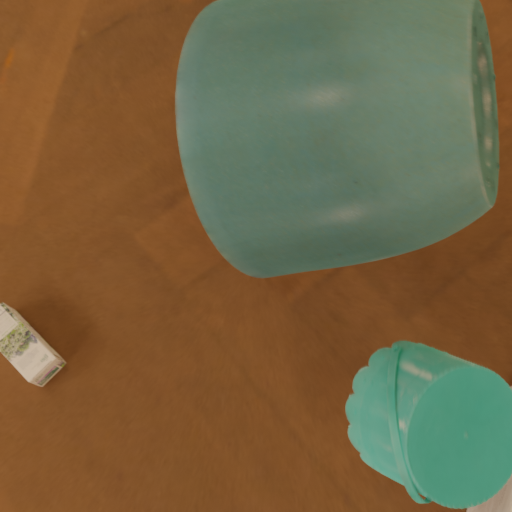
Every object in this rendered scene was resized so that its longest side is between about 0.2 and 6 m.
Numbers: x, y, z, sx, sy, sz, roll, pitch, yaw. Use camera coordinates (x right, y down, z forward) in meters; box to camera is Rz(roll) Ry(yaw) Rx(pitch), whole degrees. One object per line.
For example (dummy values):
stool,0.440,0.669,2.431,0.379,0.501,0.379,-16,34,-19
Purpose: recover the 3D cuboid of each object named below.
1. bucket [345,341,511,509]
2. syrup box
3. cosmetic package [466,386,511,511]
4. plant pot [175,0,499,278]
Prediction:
bucket,2.017,1.901,6.380,1.768,1.151,1.768,0,89,-18
syrup box,-3.603,1.371,8.632,1.308,0.533,0.515,41,75,13
cosmetic package,3.488,3.424,7.410,0.874,1.425,3.451,23,72,9
plant pot,1.228,-1.527,6.520,2.796,3.485,3.485,-4,67,29
